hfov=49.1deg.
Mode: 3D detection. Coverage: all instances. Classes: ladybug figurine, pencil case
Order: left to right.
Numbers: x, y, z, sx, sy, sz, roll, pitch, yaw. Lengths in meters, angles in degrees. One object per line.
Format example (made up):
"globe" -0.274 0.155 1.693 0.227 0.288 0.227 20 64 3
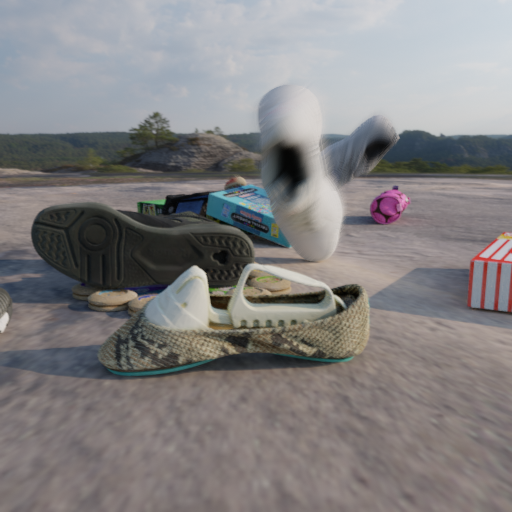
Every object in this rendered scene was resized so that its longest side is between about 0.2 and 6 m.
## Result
"ladybug figurine" -0.532 -1.756 13.694 0.632 0.227 0.429 -18 -12 34
"pencil case" 3.749 -1.404 15.615 0.956 0.926 2.040 2 13 18

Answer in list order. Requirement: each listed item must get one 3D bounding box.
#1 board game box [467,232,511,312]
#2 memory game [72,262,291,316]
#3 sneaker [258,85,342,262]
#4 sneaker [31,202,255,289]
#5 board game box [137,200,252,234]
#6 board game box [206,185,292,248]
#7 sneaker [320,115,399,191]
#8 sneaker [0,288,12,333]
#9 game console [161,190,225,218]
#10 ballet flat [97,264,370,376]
"board game box" 4.233 0.236 7.557 2.119 0.648 2.797 6 12 30
"memory game" -1.041 0.368 8.104 3.135 0.200 3.135 0 11 0
"sneaker" 0.618 -0.973 8.997 1.237 3.176 1.578 -8 37 17
"sneaker" -1.578 -0.139 7.942 2.898 1.108 1.660 4 3 -12
"board game box" -0.882 -1.207 15.544 2.548 0.571 4.863 -13 17 -43
"board game box" 0.272 -0.928 12.366 2.184 0.512 1.649 23 25 28
"sneaker" 2.099 -2.134 12.471 0.897 2.401 0.984 38 17 -28
"sneaker" -3.204 0.445 4.999 0.888 1.209 2.673 4 11 18
"game console" -1.305 -1.045 13.117 0.976 1.475 1.677 31 24 25
"ballet flat" -0.176 0.512 5.157 2.538 0.956 0.861 -1 27 -7
